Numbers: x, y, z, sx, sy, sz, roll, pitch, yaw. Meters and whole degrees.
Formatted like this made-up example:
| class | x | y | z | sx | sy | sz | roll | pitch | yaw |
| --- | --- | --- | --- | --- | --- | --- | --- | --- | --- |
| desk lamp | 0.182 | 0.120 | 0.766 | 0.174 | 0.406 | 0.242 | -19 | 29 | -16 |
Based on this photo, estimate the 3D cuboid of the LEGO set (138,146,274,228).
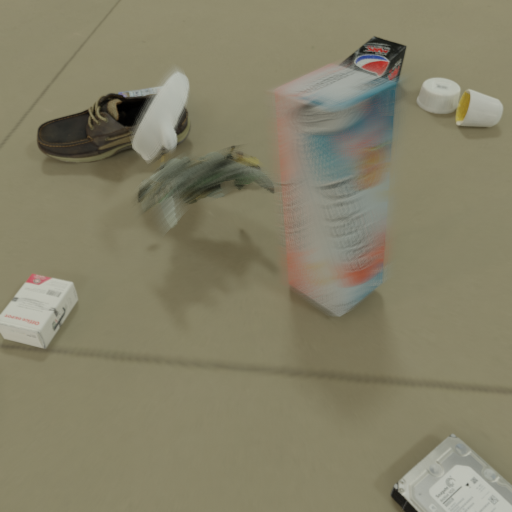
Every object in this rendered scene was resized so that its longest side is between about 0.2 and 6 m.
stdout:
| class | x | y | z | sx | sy | sz | roll | pitch | yaw |
| --- | --- | --- | --- | --- | --- | --- | --- | --- | --- |
| LEGO set | -0.817 | -1.298 | 8.373 | 1.995 | 0.871 | 3.072 | -6 | 21 | -4 |

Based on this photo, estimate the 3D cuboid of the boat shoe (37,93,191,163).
| class | x | y | z | sx | sy | sz | roll | pitch | yaw |
| --- | --- | --- | --- | --- | --- | --- | --- | --- | --- |
| boat shoe | -2.589 | -2.465 | 10.106 | 2.776 | 1.018 | 1.034 | -13 | 63 | -10 |

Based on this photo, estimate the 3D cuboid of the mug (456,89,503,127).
| class | x | y | z | sx | sy | sz | roll | pitch | yaw |
| --- | --- | --- | --- | --- | --- | --- | --- | --- | --- |
| mug | 4.405 | -2.905 | 11.020 | 0.717 | 0.699 | 0.873 | 10 | 51 | -1 |

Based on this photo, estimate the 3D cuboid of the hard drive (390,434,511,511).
| class | x | y | z | sx | sy | sz | roll | pitch | yaw |
| --- | --- | --- | --- | --- | --- | --- | --- | --- | --- |
| hard drive | 2.209 | 2.605 | 5.610 | 0.995 | 0.270 | 1.425 | -27 | 50 | -26 |

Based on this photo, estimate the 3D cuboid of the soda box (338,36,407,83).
| class | x | y | z | sx | sy | sz | roll | pitch | yaw |
| --- | --- | --- | --- | --- | --- | --- | --- | --- | --- |
| soda box | 2.175 | -3.612 | 11.548 | 0.799 | 0.893 | 2.523 | 26 | 50 | 21 |

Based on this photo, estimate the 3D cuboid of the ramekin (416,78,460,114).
| class | x | y | z | sx | sy | sz | roll | pitch | yaw |
| --- | --- | --- | --- | --- | --- | --- | --- | --- | --- |
| ramekin | 3.804 | -3.341 | 11.626 | 0.854 | 0.416 | 0.854 | 0 | 44 | 0 |

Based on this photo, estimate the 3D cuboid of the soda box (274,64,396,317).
| class | x | y | z | sx | sy | sz | roll | pitch | yaw |
| --- | --- | --- | --- | --- | --- | --- | --- | --- | --- |
| soda box | 0.981 | -0.717 | 7.001 | 0.953 | 2.998 | 1.025 | -33 | 46 | -28 |

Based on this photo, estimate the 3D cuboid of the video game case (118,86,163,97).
| class | x | y | z | sx | sy | sz | roll | pitch | yaw |
| --- | --- | --- | --- | --- | --- | --- | --- | --- | --- |
| video game case | -2.133 | -2.976 | 11.335 | 1.156 | 0.290 | 1.276 | -11 | 45 | -11 |

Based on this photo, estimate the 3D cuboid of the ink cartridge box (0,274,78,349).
| class | x | y | z | sx | sy | sz | roll | pitch | yaw |
| --- | --- | --- | --- | --- | --- | --- | --- | --- | --- |
| ink cartridge box | -2.898 | 0.728 | 7.457 | 0.655 | 0.382 | 0.900 | 11 | 44 | 11 |

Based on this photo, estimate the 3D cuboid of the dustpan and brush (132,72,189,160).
| class | x | y | z | sx | sy | sz | roll | pitch | yaw |
| --- | --- | --- | --- | --- | --- | --- | --- | --- | --- |
| dustpan and brush | -1.416 | -1.983 | 8.547 | 0.613 | 1.495 | 2.142 | 30 | 16 | -12 |
